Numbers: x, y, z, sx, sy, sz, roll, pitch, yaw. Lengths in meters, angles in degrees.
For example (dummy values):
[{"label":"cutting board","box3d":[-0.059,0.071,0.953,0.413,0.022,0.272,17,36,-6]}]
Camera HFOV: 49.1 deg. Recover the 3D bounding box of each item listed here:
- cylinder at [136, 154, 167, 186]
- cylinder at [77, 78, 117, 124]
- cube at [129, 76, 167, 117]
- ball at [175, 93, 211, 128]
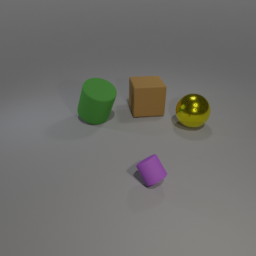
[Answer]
[{"label":"cylinder","box3d":[0.707,1.249,8.369,0.700,0.700,0.700,-30,0,0]},{"label":"cylinder","box3d":[-1.305,-1.117,11.636,1.400,1.400,1.400,11,46,-12]},{"label":"cube","box3d":[0.834,-1.437,12.562,1.400,1.400,1.400,-3,30,-7]},{"label":"ball","box3d":[2.631,-0.703,11.363,1.400,1.400,1.400,0,30,0]}]
